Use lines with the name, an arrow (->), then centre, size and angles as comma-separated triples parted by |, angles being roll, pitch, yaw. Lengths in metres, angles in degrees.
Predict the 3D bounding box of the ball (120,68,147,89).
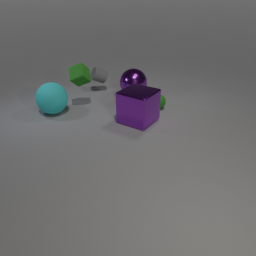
ball -> 0.277, -2.328, 14.295 | 1.400, 1.400, 1.400 | 0, 29, 0

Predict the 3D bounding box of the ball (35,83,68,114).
ball -> -3.403, -1.325, 12.522 | 1.400, 1.400, 1.400 | 0, 29, 0

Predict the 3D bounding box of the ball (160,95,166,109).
ball -> 1.424, -1.248, 13.155 | 0.700, 0.700, 0.700 | 0, 29, 0

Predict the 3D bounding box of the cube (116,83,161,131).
cube -> 0.440, -0.928, 11.846 | 1.400, 1.400, 1.400 | 17, 33, 29

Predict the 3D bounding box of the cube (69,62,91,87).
cube -> -2.163, -2.392, 12.586 | 0.700, 0.700, 0.700 | -17, 68, 20

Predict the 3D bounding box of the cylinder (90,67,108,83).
cylinder -> -1.537, -2.798, 14.866 | 0.700, 0.700, 0.700 | 15, 20, -30
